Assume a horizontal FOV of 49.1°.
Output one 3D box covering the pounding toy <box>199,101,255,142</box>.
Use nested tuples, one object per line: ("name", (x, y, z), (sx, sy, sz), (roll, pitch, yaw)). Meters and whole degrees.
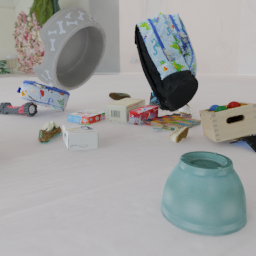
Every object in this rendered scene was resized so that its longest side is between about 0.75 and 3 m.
("pounding toy", (3.722, -0.439, 10.043), (2.128, 1.108, 2.422), (-13, 7, 1))

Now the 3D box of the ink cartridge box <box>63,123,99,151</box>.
("ink cartridge box", (-1.591, 0.275, 9.287), (0.976, 0.588, 1.344), (-4, 16, -19))

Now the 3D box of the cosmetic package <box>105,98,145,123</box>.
("cosmetic package", (-0.089, -0.876, 13.325), (1.139, 0.804, 2.200), (6, 17, 24))

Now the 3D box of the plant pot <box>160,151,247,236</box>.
("plant pot", (1.420, 1.071, 5.249), (1.599, 1.071, 1.599), (-1, 14, 0))

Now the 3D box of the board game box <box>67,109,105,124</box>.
("board game box", (-1.822, -0.551, 12.985), (1.232, 0.325, 1.610), (8, 17, 29))

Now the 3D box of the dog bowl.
("dog bowl", (-1.790, -2.462, 9.227), (0.813, 2.774, 2.774), (36, 28, 19))

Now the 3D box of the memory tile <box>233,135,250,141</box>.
("memory tile", (3.807, 0.265, 10.313), (0.860, 0.094, 1.122), (-10, 18, -33))

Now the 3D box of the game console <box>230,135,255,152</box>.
("game console", (4.136, 0.551, 9.178), (1.113, 0.648, 0.979), (-9, 47, -27))

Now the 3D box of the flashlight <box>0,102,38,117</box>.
("flashlight", (-5.512, -0.997, 13.969), (2.107, 0.716, 0.713), (8, 15, 26))

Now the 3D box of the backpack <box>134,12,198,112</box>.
("backpack", (1.260, -2.343, 9.325), (2.248, 2.924, 2.386), (-36, -19, 4))

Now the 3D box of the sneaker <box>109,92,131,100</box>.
("sneaker", (-0.501, -2.119, 18.777), (1.470, 0.493, 0.660), (10, 17, 13))

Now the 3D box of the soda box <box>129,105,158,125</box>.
("soda box", (0.746, -0.613, 12.721), (0.645, 0.584, 1.843), (8, 17, 28))

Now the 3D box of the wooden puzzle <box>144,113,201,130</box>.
("wooden puzzle", (1.933, -0.242, 12.035), (1.748, 0.207, 2.948), (14, 20, 42))

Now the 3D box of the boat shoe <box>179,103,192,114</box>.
("boat shoe", (2.885, -0.982, 13.892), (0.570, 0.558, 1.610), (8, 6, 17))

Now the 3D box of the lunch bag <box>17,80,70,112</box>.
("lunch bag", (-4.200, -1.621, 13.997), (2.377, 1.121, 2.966), (15, -3, -15))

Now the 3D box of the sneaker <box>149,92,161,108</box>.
("sneaker", (1.963, -1.549, 15.787), (0.773, 0.865, 2.111), (-12, 19, -40))

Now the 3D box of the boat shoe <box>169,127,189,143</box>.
("boat shoe", (1.808, 0.184, 9.947), (0.404, 0.431, 1.169), (15, 21, 30))

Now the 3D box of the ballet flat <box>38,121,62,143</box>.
("ballet flat", (-2.806, 0.060, 10.113), (0.542, 0.578, 1.599), (-2, 14, 10))

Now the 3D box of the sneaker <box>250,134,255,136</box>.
("sneaker", (5.031, 0.185, 9.900), (1.548, 0.582, 0.627), (12, 7, 27))
